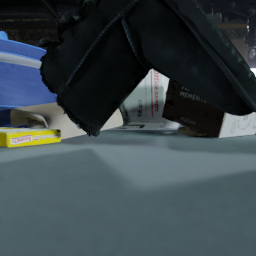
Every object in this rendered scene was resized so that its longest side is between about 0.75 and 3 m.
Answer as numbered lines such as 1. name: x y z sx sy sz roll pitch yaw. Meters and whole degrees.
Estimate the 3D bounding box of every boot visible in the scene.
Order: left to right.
1. boot: 0.069 -0.576 2.936 1.784 2.177 0.805 -41 -16 24

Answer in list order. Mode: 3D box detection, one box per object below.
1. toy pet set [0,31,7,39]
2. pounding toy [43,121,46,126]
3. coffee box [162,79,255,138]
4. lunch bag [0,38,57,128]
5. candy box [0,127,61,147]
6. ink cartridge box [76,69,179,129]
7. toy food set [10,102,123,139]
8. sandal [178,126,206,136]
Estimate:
1. toy pet set: -4.321 -1.199 6.141 1.476 2.596 2.780 10 5 16
2. pounding toy: -2.865 -0.996 9.313 2.392 2.202 1.701 -1 14 -5
3. coffee box: 1.892 -0.463 5.324 2.241 0.895 1.267 -3 20 -42
4. lunch bag: -2.790 -0.914 5.665 1.702 1.657 2.505 -20 -9 31
5. candy box: -1.654 0.097 3.680 1.467 0.194 0.750 2 6 36
6. ink cartridge box: 0.016 -0.791 6.731 2.661 1.544 0.903 0 -9 -7
7. toy food set: -1.115 -0.120 4.854 1.286 0.541 1.792 -13 16 -38
8. sandal: 1.213 0.005 5.268 0.349 0.234 0.868 0 3 -10
